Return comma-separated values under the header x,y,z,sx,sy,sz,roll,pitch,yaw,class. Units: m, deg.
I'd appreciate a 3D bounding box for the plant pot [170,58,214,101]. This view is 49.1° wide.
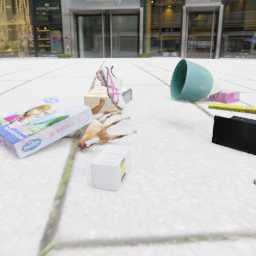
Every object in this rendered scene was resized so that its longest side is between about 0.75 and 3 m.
x,y,z,sx,sy,sz,roll,pitch,yaw,class
2.404,-1.684,10.396,1.209,1.507,1.507,10,15,-14,plant pot

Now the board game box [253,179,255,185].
x,y,z,sx,sy,sz,roll,pitch,yaw,class
3.497,1.245,6.606,0.958,0.155,0.575,-11,17,-31,board game box

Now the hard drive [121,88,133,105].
x,y,z,sx,sy,sz,roll,pitch,yaw,class
-0.098,-1.158,10.776,0.604,0.164,0.864,-34,-17,-12,hard drive

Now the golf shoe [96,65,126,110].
x,y,z,sx,sy,sz,roll,pitch,yaw,class
-0.325,-1.019,7.160,0.550,1.194,0.434,-29,15,5,golf shoe

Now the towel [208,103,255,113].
x,y,z,sx,sy,sz,roll,pitch,yaw,class
5.145,-0.955,13.425,2.393,0.216,1.030,10,15,30,towel

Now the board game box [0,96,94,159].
x,y,z,sx,sy,sz,roll,pitch,yaw,class
-3.007,-0.196,9.415,2.667,0.550,2.673,-31,33,-34,board game box

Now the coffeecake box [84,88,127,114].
x,y,z,sx,sy,sz,roll,pitch,yaw,class
-1.000,-1.355,13.556,1.745,0.831,2.274,2,18,6,coffeecake box

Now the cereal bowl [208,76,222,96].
x,y,z,sx,sy,sz,roll,pitch,yaw,class
3.732,-2.391,15.477,2.638,1.099,2.638,-13,14,3,cereal bowl

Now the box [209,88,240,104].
x,y,z,sx,sy,sz,roll,pitch,yaw,class
5.241,-1.756,15.213,1.065,0.585,1.211,-11,20,-31,box

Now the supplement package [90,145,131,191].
x,y,z,sx,sy,sz,roll,pitch,yaw,class
-0.374,0.925,6.733,0.628,0.652,1.147,4,19,16,supplement package

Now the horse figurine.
x,y,z,sx,sy,sz,roll,pitch,yaw,class
-0.940,-0.118,9.610,1.913,0.721,2.887,-21,30,-9,horse figurine

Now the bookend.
x,y,z,sx,sy,sz,roll,pitch,yaw,class
4.171,0.052,8.959,2.089,0.962,2.075,-16,24,-41,bookend
